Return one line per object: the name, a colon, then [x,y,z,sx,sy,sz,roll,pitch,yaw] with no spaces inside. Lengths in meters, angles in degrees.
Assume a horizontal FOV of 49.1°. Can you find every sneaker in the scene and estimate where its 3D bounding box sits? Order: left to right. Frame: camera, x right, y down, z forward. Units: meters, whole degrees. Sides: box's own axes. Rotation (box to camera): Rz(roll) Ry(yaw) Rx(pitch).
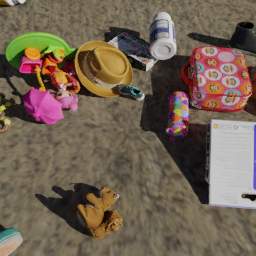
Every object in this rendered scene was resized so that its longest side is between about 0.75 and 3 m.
sneaker: [-3.684,2.653,6.049,2.612,0.932,1.044,-22,62,-13]
sneaker: [0.095,-1.226,8.959,0.928,0.423,0.360,22,76,9]
sneaker: [4.743,-3.194,10.131,1.935,1.028,0.724,8,55,6]

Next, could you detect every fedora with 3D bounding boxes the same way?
fedora: [-0.643,-2.002,8.932,2.050,0.836,2.050,6,76,-24]

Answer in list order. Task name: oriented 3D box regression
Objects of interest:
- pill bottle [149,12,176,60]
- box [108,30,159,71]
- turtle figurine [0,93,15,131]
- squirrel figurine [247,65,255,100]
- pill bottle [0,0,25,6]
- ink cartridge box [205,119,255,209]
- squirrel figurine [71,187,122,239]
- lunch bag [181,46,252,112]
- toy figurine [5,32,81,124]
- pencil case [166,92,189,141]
pill bottle: [1.202,-3.269,9.825,0.899,0.899,1.619,2,59,1]
box: [0.268,-2.878,10.339,1.858,0.323,1.022,36,62,23]
turtle figurine: [-4.128,-0.559,8.612,1.443,0.465,1.164,19,57,13]
squirrel figurine: [4.812,-1.450,9.023,1.556,1.180,1.667,11,69,-5]
pill bottle: [-5.460,-5.890,12.014,1.969,1.076,1.076,11,56,8]
ink cartridge box: [3.187,0.955,7.317,2.219,0.486,2.239,4,79,4]
squirrel figurine: [-0.617,2.010,6.738,1.050,0.796,1.125,-32,74,-32]
lunch bag: [2.761,-1.646,9.077,2.046,0.951,2.322,5,55,4]
toy figurine: [-2.306,-1.282,8.681,2.633,1.977,2.424,1,65,-33]
pencil case: [1.490,-0.394,8.410,0.662,0.662,1.497,8,54,6]
